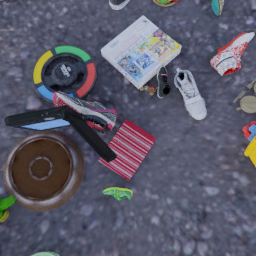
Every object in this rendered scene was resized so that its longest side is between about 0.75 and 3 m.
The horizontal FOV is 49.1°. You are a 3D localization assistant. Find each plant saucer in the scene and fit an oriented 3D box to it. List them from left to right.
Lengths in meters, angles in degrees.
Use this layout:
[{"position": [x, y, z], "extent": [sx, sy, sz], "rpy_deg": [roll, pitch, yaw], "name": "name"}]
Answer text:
[{"position": [-3.048, 1.450, 10.012], "extent": [2.944, 0.472, 2.944], "rpy_deg": [0, 75, 0], "name": "plant saucer"}]

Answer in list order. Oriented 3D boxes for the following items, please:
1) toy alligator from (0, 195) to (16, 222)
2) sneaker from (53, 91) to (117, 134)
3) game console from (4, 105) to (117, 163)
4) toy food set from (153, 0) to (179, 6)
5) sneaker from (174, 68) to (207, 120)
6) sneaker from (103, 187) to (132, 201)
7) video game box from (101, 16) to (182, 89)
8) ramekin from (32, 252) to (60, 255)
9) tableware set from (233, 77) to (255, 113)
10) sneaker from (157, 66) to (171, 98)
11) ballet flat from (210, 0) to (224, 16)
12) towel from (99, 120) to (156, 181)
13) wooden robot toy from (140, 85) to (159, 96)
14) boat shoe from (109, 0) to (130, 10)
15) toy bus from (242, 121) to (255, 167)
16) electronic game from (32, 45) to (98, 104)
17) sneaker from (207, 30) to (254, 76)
[{"position": [-5.018, 3.165, 9.390], "extent": [2.849, 0.845, 0.773], "rpy_deg": [-42, 37, -10], "name": "toy alligator"}, {"position": [-1.619, -0.676, 10.389], "extent": [2.478, 0.999, 0.925], "rpy_deg": [27, 59, -7], "name": "sneaker"}, {"position": [-1.802, 0.371, 8.420], "extent": [2.548, 2.897, 1.686], "rpy_deg": [-11, 85, 1], "name": "game console"}, {"position": [1.648, -5.857, 12.184], "extent": [1.296, 0.315, 1.283], "rpy_deg": [-33, 77, -9], "name": "toy food set"}, {"position": [2.258, -1.289, 10.344], "extent": [0.756, 1.156, 2.012], "rpy_deg": [-24, 72, 19], "name": "sneaker"}, {"position": [-0.364, 2.309, 9.791], "extent": [1.029, 0.381, 0.430], "rpy_deg": [4, 70, 1], "name": "sneaker"}, {"position": [0.526, -3.072, 11.200], "extent": [2.391, 0.560, 2.178], "rpy_deg": [-42, 72, -11], "name": "video game box"}, {"position": [-2.645, 4.690, 8.926], "extent": [1.459, 0.713, 1.459], "rpy_deg": [0, 74, 0], "name": "ramekin"}, {"position": [4.974, -1.160, 10.834], "extent": [1.112, 0.337, 1.682], "rpy_deg": [39, 71, 22], "name": "tableware set"}, {"position": [1.397, -1.743, 10.556], "extent": [0.432, 0.606, 1.221], "rpy_deg": [0, 95, -19], "name": "sneaker"}, {"position": [3.791, -5.568, 11.993], "extent": [0.540, 0.583, 1.653], "rpy_deg": [-14, 77, -14], "name": "ballet flat"}, {"position": [-0.010, 0.776, 10.326], "extent": [1.378, 0.214, 1.905], "rpy_deg": [33, 78, 7], "name": "towel"}, {"position": [0.882, -1.444, 10.916], "extent": [0.829, 0.365, 0.376], "rpy_deg": [0, 87, 3], "name": "wooden robot toy"}, {"position": [0.070, -6.323, 12.012], "extent": [0.951, 0.898, 2.650], "rpy_deg": [36, 77, 10], "name": "boat shoe"}, {"position": [5.339, 0.502, 9.834], "extent": [2.424, 1.645, 2.327], "rpy_deg": [-26, 60, -10], "name": "toy bus"}, {"position": [-2.479, -2.110, 10.985], "extent": [2.572, 0.535, 2.572], "rpy_deg": [0, 73, 0], "name": "electronic game"}, {"position": [4.287, -2.895, 11.035], "extent": [2.044, 0.682, 1.095], "rpy_deg": [-32, 74, 5], "name": "sneaker"}]
